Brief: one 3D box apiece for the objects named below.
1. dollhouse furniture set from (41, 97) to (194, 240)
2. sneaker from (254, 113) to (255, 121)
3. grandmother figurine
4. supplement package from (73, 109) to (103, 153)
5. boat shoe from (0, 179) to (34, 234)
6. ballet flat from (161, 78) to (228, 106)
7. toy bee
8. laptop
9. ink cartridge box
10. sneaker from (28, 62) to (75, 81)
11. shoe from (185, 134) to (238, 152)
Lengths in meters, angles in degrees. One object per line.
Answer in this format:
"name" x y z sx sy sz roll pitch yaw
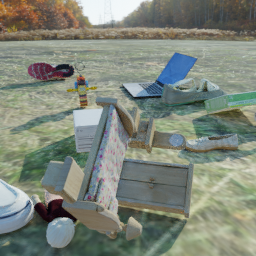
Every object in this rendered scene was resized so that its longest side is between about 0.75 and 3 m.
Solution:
"dollhouse furniture set" 0.268 0.305 3.924 1.296 2.654 2.263 4 60 14
"sneaker" 4.683 -0.531 8.852 1.445 0.567 0.574 -20 -14 -27
"grandmother figurine" -1.103 1.290 4.570 0.936 0.467 1.544 1 23 -14
"supplement package" -0.907 0.022 7.410 1.007 0.717 1.292 -5 22 -11
"boat shoe" -2.881 0.968 4.668 2.794 0.933 1.028 7 22 16
"ballet flat" 2.732 -1.463 10.916 2.991 0.953 1.008 -6 22 -17
"toy bee" -1.740 -1.552 10.087 1.046 1.598 0.868 -28 8 -6
"laptop" 1.279 -2.458 12.625 2.727 1.581 2.554 -4 21 -11
"ink cartridge box" 3.818 -0.914 9.060 1.589 0.524 2.183 -9 -2 -25
"sneaker" -4.121 -2.960 15.005 2.381 0.960 0.889 -2 4 -25
"shoe" 2.099 0.343 7.064 1.384 0.369 0.484 -2 21 -5
